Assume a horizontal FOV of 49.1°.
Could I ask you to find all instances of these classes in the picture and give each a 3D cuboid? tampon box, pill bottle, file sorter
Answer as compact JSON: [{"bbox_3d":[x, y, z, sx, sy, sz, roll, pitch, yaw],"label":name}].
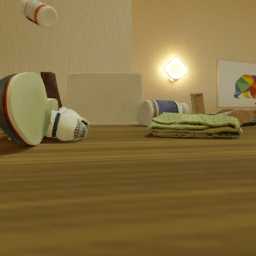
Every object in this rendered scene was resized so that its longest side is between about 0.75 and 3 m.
[{"bbox_3d":[4.043,-0.358,9.816,0.870,0.550,0.652,-2,4,-31],"label":"tampon box"},{"bbox_3d":[1.298,-0.530,9.829,1.557,0.901,0.901,-1,4,-20],"label":"pill bottle"},{"bbox_3d":[-0.815,-1.076,10.971,2.742,1.903,1.708,0,1,3],"label":"file sorter"},{"bbox_3d":[-3.379,-4.315,10.478,1.481,0.812,0.812,35,23,31],"label":"pill bottle"}]

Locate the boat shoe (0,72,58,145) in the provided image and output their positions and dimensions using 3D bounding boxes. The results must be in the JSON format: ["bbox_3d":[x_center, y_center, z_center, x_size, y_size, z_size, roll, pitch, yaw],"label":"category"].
[{"bbox_3d":[-1.824,-0.293,4.710,0.930,1.058,2.972,7,-1,-7],"label":"boat shoe"}]

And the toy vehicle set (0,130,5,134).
[{"bbox_3d":[-3.315,0.067,6.237,0.809,0.173,1.302,0,4,-8],"label":"toy vehicle set"}]

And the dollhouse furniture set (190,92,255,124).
[{"bbox_3d":[3.325,-0.739,8.808,2.400,1.063,1.244,-9,9,4],"label":"dollhouse furniture set"}]

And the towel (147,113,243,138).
[{"bbox_3d":[1.543,-0.107,6.602,1.917,0.471,2.583,2,4,12],"label":"towel"}]

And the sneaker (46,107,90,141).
[{"bbox_3d":[-1.087,-0.033,5.407,0.672,0.637,1.669,10,8,-6],"label":"sneaker"}]

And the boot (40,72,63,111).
[{"bbox_3d":[-2.275,-0.877,8.908,0.739,1.700,2.044,0,4,3],"label":"boot"}]
